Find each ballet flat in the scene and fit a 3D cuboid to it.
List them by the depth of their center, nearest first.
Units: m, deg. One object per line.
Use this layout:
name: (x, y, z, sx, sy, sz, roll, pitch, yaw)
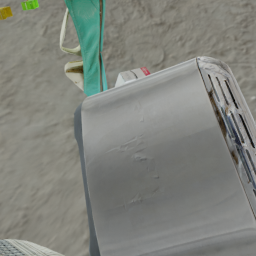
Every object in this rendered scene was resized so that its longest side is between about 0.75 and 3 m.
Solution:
ballet flat: (-0.830, -1.393, 5.371, 0.867, 2.464, 0.830, -2, 39, -4)

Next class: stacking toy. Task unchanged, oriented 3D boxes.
stacking toy: (-2.981, -3.779, 6.518, 0.661, 2.122, 2.814, -4, 29, 5)

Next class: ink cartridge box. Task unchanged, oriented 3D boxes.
ink cartridge box: (0.111, -1.104, 6.692, 0.752, 0.544, 0.317, -19, 63, -28)

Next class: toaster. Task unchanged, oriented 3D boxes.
toaster: (0.633, 0.647, 3.204, 1.916, 1.685, 2.966, -24, 62, 23)

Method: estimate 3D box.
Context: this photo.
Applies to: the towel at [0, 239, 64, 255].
towel: (-1.399, 1.374, 2.958, 1.666, 1.604, 0.288, -5, 66, 47)
